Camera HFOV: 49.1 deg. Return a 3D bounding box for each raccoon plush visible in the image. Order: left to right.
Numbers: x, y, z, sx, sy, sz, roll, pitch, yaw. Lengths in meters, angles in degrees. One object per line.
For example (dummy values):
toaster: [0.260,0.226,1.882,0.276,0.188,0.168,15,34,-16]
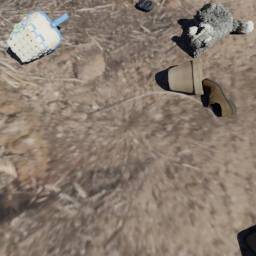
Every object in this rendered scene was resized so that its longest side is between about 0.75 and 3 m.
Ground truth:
raccoon plush: [3.243,-3.224,9.564,2.542,1.230,1.703,2,65,1]

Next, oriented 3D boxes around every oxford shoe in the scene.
oxford shoe: [2.587,-0.930,8.386,0.606,0.521,1.435,-22,60,-13]

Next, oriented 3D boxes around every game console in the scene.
game console: [3.810,2.949,6.050,1.956,1.138,1.720,-18,29,-12]

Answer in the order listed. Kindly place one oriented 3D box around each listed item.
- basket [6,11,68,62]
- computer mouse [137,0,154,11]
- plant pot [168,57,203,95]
basket: [-2.883,-3.084,9.164,1.635,1.289,1.854,-21,25,29]
computer mouse: [0.401,-5.084,11.292,0.493,0.286,1.683,-44,61,-7]
plant pot: [1.763,-1.528,8.551,0.969,1.117,1.117,-4,55,19]
